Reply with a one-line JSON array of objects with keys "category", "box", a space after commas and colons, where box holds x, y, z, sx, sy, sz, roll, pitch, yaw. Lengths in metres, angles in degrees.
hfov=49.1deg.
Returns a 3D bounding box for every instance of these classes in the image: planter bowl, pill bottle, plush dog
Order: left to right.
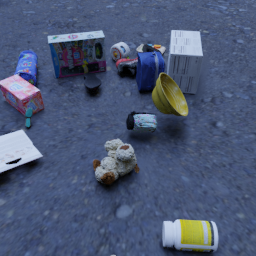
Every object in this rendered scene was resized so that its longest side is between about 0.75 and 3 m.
[{"category": "plush dog", "box": [-0.455, 1.264, 9.265, 1.423, 1.329, 1.657, -33, 20, -14]}, {"category": "planter bowl", "box": [1.458, -1.106, 10.655, 0.778, 1.867, 1.867, -30, 31, 30]}, {"category": "pill bottle", "box": [1.633, 2.869, 7.496, 1.362, 0.778, 0.778, 3, 41, 2]}]

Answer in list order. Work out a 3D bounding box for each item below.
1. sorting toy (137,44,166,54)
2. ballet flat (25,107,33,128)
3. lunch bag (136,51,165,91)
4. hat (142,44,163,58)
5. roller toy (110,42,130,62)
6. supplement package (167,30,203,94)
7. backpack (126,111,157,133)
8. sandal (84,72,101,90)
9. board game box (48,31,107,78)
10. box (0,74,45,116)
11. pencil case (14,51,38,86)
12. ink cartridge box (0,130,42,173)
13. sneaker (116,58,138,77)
[{"category": "sorting toy", "box": [1.358, -4.589, 16.189, 1.475, 0.269, 1.365, 13, 33, 13]}, {"category": "ballet flat", "box": [-4.021, -0.431, 11.292, 0.280, 0.825, 0.311, 5, 7, -26]}, {"category": "lunch bag", "box": [1.082, -2.685, 13.012, 1.211, 1.830, 1.243, -3, 39, -7]}, {"category": "hat", "box": [1.250, -3.931, 15.311, 1.384, 0.558, 1.384, 16, 44, -16]}, {"category": "roller toy", "box": [-0.459, -4.120, 15.279, 1.065, 0.972, 0.744, 29, 49, 29]}, {"category": "supplement package", "box": [2.659, -3.197, 13.442, 1.429, 2.007, 2.576, 6, 42, 6]}, {"category": "backpack", "box": [0.536, -0.202, 10.590, 1.125, 0.939, 0.712, 0, 76, -10]}, {"category": "sandal", "box": [-1.744, -2.190, 13.572, 0.803, 0.482, 2.138, -3, 27, -11]}, {"category": "board game box", "box": [-2.482, -3.678, 14.038, 2.666, 1.967, 0.857, -10, 44, -11]}, {"category": "box", "box": [-4.643, -1.429, 12.213, 1.955, 1.003, 0.925, 32, 51, 30]}, {"category": "pencil case", "box": [-5.050, -2.898, 13.897, 1.081, 0.971, 2.488, -7, 42, -8]}, {"category": "ink cartridge box", "box": [-4.193, 0.922, 9.717, 1.866, 0.417, 1.644, -21, 50, -38]}, {"category": "sneaker", "box": [0.483, -3.112, 14.156, 2.213, 0.782, 1.081, -10, 46, 7]}]
